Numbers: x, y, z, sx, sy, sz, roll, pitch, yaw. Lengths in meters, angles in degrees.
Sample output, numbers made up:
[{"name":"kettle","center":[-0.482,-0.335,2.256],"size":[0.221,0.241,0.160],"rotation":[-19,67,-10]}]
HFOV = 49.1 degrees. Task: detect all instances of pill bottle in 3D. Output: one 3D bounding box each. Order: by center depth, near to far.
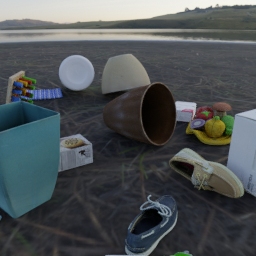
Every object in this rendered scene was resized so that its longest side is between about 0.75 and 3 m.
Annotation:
[{"name":"pill bottle","center":[-2.748,-2.831,14.677],"size":[1.686,1.686,2.998],"rotation":[-5,10,-12]}]

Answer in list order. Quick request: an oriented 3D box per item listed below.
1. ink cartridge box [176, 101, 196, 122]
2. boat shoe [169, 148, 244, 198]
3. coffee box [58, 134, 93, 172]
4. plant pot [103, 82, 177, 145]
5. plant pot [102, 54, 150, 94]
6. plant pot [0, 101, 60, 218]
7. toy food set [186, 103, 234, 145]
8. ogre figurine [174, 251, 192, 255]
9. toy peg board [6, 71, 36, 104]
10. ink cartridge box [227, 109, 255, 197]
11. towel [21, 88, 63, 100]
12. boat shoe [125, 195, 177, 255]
[{"name":"ink cartridge box","center":[2.226,-0.667,11.222],"size":[0.847,0.493,1.163],"rotation":[8,24,18]},{"name":"boat shoe","center":[1.762,1.136,6.615],"size":[0.655,0.731,1.975],"rotation":[-24,28,-24]},{"name":"coffee box","center":[-1.827,0.716,7.633],"size":[1.510,0.603,0.854],"rotation":[-13,25,-29]},{"name":"plant pot","center":[0.216,-0.424,9.225],"size":[2.063,1.928,1.928],"rotation":[0,17,41]},{"name":"plant pot","center":[-0.244,-2.743,13.968],"size":[2.463,1.653,2.463],"rotation":[-12,8,2]},{"name":"plant pot","center":[-2.336,0.683,5.815],"size":[1.435,2.032,1.436],"rotation":[17,27,36]},{"name":"toy food set","center":[2.996,-0.360,9.885],"size":[1.645,0.914,2.797],"rotation":[7,23,17]},{"name":"ogre figurine","center":[0.624,2.280,3.393],"size":[1.130,0.925,1.885],"rotation":[-19,15,-14]},{"name":"toy peg board","center":[-4.610,-1.526,12.183],"size":[0.751,1.535,1.529],"rotation":[14,21,-6]},{"name":"ink cartridge box","center":[3.648,0.387,6.856],"size":[2.440,1.791,1.011],"rotation":[-12,26,-30]},{"name":"towel","center":[-4.386,-1.730,14.204],"size":[2.019,0.241,1.462],"rotation":[-6,24,-15]},{"name":"boat shoe","center":[0.482,1.702,5.302],"size":[0.633,0.523,1.690],"rotation":[15,27,33]}]
